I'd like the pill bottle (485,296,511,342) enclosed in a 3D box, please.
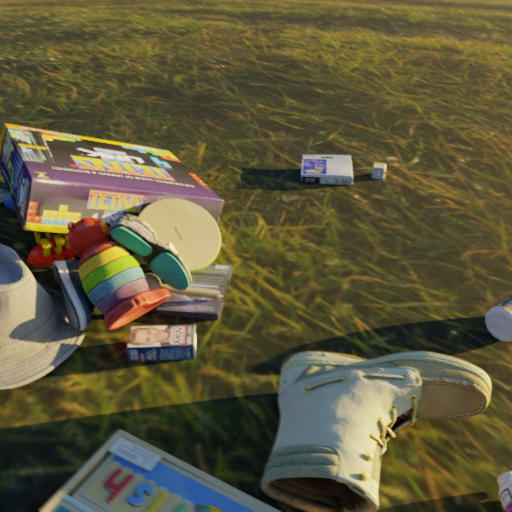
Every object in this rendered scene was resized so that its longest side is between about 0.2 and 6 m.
[{"bbox_3d":[4.209,0.935,8.993,1.007,0.586,0.586,-21,38,-31],"label":"pill bottle"}]

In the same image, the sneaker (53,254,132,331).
[{"bbox_3d":[-2.593,0.496,9.438,1.378,0.725,1.907,-10,31,-22],"label":"sneaker"}]

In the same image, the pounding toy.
[{"bbox_3d":[-1.481,0.028,10.143,1.553,0.934,2.012,6,57,-17],"label":"pounding toy"}]

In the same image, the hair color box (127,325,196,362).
[{"bbox_3d":[-1.438,1.339,8.608,1.005,0.304,0.502,-2,32,-3],"label":"hair color box"}]

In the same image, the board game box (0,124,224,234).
[{"bbox_3d":[-2.969,-1.459,11.268,3.689,1.046,3.050,3,25,-35],"label":"board game box"}]

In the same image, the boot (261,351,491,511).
[{"bbox_3d":[1.507,2.130,6.734,2.715,0.978,2.099,1,31,12],"label":"boot"}]

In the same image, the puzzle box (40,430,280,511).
[{"bbox_3d":[-0.850,3.176,5.605,3.156,0.401,2.099,16,36,24],"label":"puzzle box"}]

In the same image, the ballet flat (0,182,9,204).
[{"bbox_3d":[-6.248,-1.375,12.648,1.783,0.651,0.651,-3,32,-10],"label":"ballet flat"}]

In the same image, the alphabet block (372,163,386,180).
[{"bbox_3d":[3.087,-2.132,14.091,0.311,0.312,0.318,11,34,14],"label":"alphabet block"}]

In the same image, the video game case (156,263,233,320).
[{"bbox_3d":[-1.060,0.582,9.959,1.081,0.143,1.513,4,34,6],"label":"video game case"}]

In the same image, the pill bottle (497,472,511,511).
[{"bbox_3d":[2.953,2.778,6.279,0.364,0.364,0.649,0,32,0],"label":"pill bottle"}]

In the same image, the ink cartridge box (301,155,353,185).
[{"bbox_3d":[1.789,-2.201,14.241,1.276,0.303,1.291,2,31,6],"label":"ink cartridge box"}]

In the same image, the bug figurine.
[{"bbox_3d":[-4.770,-0.543,10.993,2.867,0.951,3.697,-17,36,-24],"label":"bug figurine"}]

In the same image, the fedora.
[{"bbox_3d":[-4.207,0.688,8.587,2.962,1.337,2.619,16,32,25],"label":"fedora"}]

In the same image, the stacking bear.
[{"bbox_3d":[-2.337,0.175,8.826,0.997,1.754,1.065,-34,-7,21],"label":"stacking bear"}]

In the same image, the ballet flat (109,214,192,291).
[{"bbox_3d":[-1.624,-0.113,9.089,0.591,1.643,0.591,-35,29,22],"label":"ballet flat"}]
